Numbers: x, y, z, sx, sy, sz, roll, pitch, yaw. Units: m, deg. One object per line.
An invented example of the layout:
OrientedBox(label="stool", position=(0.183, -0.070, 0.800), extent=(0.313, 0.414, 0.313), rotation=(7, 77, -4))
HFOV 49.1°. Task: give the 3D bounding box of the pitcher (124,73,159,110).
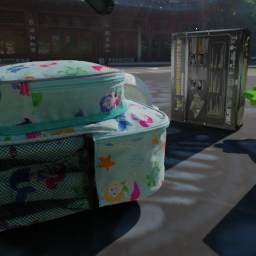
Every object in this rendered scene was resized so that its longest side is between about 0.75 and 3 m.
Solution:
OrientedBox(label="pitcher", position=(0.047, -0.671, 7.959), extent=(2.240, 1.583, 2.611), rotation=(10, 7, -12))

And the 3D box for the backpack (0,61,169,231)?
OrientedBox(label="backpack", position=(-0.840, 0.094, 4.000), extent=(2.742, 2.064, 2.434), rotation=(-1, 14, -24))

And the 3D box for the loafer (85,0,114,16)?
OrientedBox(label="loafer", position=(-0.999, -3.035, 5.488), extent=(0.682, 1.944, 0.660), rotation=(-38, 5, -40))

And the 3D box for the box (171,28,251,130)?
OrientedBox(label="box", position=(2.283, -1.409, 8.107), extent=(2.119, 2.676, 0.647), rotation=(12, 21, 41))

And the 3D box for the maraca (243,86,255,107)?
OrientedBox(label="maraca", position=(4.400, -0.560, 6.878), extent=(2.920, 1.562, 2.002), rotation=(24, 32, 37))
